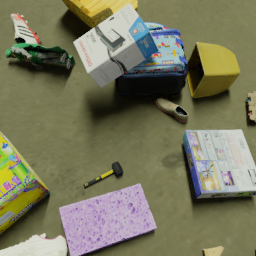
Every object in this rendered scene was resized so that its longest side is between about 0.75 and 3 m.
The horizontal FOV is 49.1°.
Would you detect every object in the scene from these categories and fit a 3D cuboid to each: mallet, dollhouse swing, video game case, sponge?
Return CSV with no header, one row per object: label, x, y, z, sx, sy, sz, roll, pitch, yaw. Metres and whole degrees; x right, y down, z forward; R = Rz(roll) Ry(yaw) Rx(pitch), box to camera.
mallet,-0.806,1.680,9.408,1.419,0.292,0.467,-33,63,-11
dollhouse swing,-1.236,-5.663,11.947,2.398,2.479,2.727,-46,70,3
video game case,3.048,1.119,9.235,2.072,0.520,2.286,0,55,-9
sponge,-0.630,2.798,8.596,2.670,0.398,1.490,-14,64,-14

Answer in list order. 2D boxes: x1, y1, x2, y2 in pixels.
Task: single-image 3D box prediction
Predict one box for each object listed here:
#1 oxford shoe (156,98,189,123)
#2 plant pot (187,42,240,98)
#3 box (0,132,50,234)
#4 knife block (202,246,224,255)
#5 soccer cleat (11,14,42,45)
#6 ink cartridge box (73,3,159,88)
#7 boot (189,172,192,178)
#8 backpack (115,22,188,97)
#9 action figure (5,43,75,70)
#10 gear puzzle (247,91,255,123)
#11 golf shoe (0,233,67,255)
oxford shoe,1.674,-0.770,10.435,1.416,0.523,0.501,32,68,14
plant pot,3.250,-2.159,10.629,1.585,1.549,1.539,-2,64,-8
box,-4.429,1.746,8.560,2.743,1.673,2.642,-39,70,-16
knife block,2.497,3.942,8.284,0.821,0.263,0.721,-8,65,-5
soccer cleat,-4.569,-4.102,11.974,0.903,0.727,2.119,-36,74,-20
ink cartridge box,-0.424,-2.639,9.053,2.271,0.956,1.642,-32,57,9
boot,2.730,1.527,9.441,1.094,0.352,1.020,34,69,11
backpack,0.814,-2.860,10.652,2.731,2.012,2.991,-1,63,0
action figure,-3.660,-2.859,11.138,2.724,1.609,0.745,9,77,14
gear puzzle,5.728,-0.633,10.521,2.571,0.337,1.332,7,62,0
golf shoe,-2.908,3.666,8.208,2.354,0.887,1.077,2,46,0
